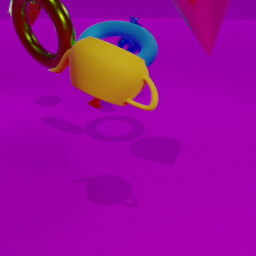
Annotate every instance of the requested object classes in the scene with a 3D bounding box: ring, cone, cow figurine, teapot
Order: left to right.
[{"bbox_3d":[-2.874,-3.405,7.712,0.885,1.124,1.808,24,7,-30],"label":"teapot"},{"bbox_3d":[-1.842,-2.131,6.033,1.848,1.848,0.370,17,43,34],"label":"ring"},{"bbox_3d":[-0.308,-0.609,3.295,1.518,0.743,0.944,27,12,20],"label":"teapot"},{"bbox_3d":[-0.233,-1.787,6.166,1.771,0.354,1.771,2,51,-3],"label":"ring"},{"bbox_3d":[0.317,-3.318,10.044,1.658,0.910,1.631,12,63,47],"label":"cow figurine"},{"bbox_3d":[1.050,-1.700,3.881,1.393,1.398,1.393,-10,14,2],"label":"cone"}]
